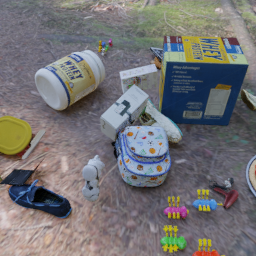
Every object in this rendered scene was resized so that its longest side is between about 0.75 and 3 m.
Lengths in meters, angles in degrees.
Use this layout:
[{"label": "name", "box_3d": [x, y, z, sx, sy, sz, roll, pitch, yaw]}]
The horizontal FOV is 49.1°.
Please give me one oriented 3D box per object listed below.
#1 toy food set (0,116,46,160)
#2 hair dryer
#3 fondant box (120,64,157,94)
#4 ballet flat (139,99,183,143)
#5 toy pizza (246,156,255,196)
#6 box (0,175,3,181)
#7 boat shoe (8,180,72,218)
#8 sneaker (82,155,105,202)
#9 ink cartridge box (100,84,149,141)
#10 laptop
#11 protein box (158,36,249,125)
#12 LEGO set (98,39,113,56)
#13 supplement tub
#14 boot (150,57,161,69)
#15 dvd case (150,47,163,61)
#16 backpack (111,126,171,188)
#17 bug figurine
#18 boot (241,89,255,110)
[{"label": "toy food set", "box_3d": [-4.170, 0.441, 10.597, 2.370, 0.774, 1.394, 19, 71, 21]}, {"label": "hair dryer", "box_3d": [3.151, 2.145, 9.139, 0.847, 0.302, 1.112, -12, 38, 13]}, {"label": "fondant box", "box_3d": [0.411, -1.794, 10.412, 1.331, 0.960, 0.388, -14, 61, -2]}, {"label": "ballet flat", "box_3d": [1.064, -0.187, 11.103, 0.980, 0.980, 2.732, -19, 42, -19]}, {"label": "toy pizza", "box_3d": [5.472, 1.764, 9.315, 2.889, 0.458, 2.889, 0, 44, 0]}, {"label": "box", "box_3d": [-5.985, 1.170, 9.162, 2.494, 1.521, 2.402, -30, 51, -28]}, {"label": "boat shoe", "box_3d": [-2.758, 2.068, 8.770, 2.217, 0.761, 0.933, 9, 44, 13]}, {"label": "sneaker", "box_3d": [-1.003, 1.506, 8.389, 0.525, 1.398, 0.804, 9, 32, 11]}, {"label": "ink cartridge box", "box_3d": [-0.133, -0.514, 10.316, 0.754, 1.330, 1.815, 40, 71, 13]}, {"label": "laptop", "box_3d": [-3.486, 1.407, 9.334, 1.177, 0.608, 1.043, 3, 18, 4]}, {"label": "protein box", "box_3d": [2.780, -1.867, 11.286, 2.920, 2.941, 1.984, 2, 44, 2]}, {"label": "LEGO set", "box_3d": [-1.380, -4.755, 16.009, 0.535, 0.575, 1.402, 12, 45, 14]}, {"label": "supplement tub", "box_3d": [-2.481, -2.177, 12.352, 1.907, 1.907, 2.642, 31, 52, 28]}, {"label": "boot", "box_3d": [1.628, -3.448, 14.890, 0.675, 0.322, 0.873, 30, 48, 17]}, {"label": "dvd case", "box_3d": [1.906, -3.980, 15.276, 1.032, 0.170, 1.373, 0, 39, -28]}, {"label": "backpack", "box_3d": [0.564, 0.946, 9.469, 2.089, 1.610, 1.990, -3, 54, -7]}, {"label": "bug figurine", "box_3d": [1.855, 2.872, 8.096, 1.750, 0.581, 2.256, 3, 48, 12]}, {"label": "boot", "box_3d": [5.694, -1.331, 12.567, 0.904, 0.421, 1.169, -11, 51, -10]}]
